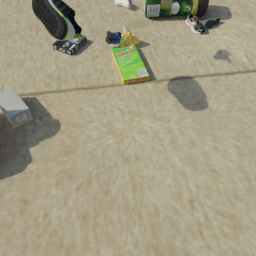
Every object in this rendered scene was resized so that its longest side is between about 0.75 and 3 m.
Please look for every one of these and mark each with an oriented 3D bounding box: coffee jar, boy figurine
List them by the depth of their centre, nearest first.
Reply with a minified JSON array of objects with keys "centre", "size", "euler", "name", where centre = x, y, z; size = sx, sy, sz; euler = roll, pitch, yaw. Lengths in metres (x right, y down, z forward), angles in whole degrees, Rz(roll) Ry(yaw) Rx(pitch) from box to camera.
[{"centre":[-0.149,-3.380,10.492],"size":[1.313,0.816,0.423],"euler":[-8,39,-29],"name":"boy figurine"},{"centre":[2.014,-5.411,11.901],"size":[2.694,1.150,1.405],"euler":[0,50,0],"name":"coffee jar"}]

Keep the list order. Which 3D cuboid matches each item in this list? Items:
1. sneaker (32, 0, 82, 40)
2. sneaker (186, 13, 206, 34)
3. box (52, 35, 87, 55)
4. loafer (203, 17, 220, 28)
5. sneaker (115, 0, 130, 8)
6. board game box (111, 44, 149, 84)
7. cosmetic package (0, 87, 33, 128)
[{"centre":[-1.701,-2.754,6.772],"size":[0.784,0.679,1.893],"euler":[-9,62,-43],"name":"sneaker"},{"centre":[2.736,-4.276,11.403],"size":[0.450,0.483,1.120],"euler":[-26,56,-18],"name":"sneaker"},{"centre":[-2.220,-3.257,10.723],"size":[0.850,0.231,1.061],"euler":[24,54,18],"name":"box"},{"centre":[3.409,-4.373,11.634],"size":[0.968,0.348,0.305],"euler":[-25,35,-27],"name":"loafer"},{"centre":[-0.318,-5.678,12.666],"size":[0.532,0.452,1.201],"euler":[-30,53,-4],"name":"sneaker"},{"centre":[0.034,-2.313,9.928],"size":[0.912,0.286,1.909],"euler":[-11,54,-10],"name":"board game box"},{"centre":[-3.446,-0.631,8.384],"size":[0.638,0.539,1.194],"euler":[-30,54,-23],"name":"cosmetic package"}]
